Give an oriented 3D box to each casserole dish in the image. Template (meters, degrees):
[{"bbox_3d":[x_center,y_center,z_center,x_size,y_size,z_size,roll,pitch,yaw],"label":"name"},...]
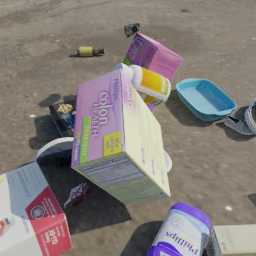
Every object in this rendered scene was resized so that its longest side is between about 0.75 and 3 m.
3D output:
[{"bbox_3d":[3.079,-1.145,11.397,1.726,0.553,2.850,-12,40,-15],"label":"casserole dish"}]

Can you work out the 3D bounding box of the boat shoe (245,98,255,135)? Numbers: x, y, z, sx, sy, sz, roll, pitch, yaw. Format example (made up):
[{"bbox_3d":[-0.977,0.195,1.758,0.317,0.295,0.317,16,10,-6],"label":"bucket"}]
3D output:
[{"bbox_3d":[5.008,-0.618,10.333,0.882,0.816,2.389,49,44,0],"label":"boat shoe"}]

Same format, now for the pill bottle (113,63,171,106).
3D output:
[{"bbox_3d":[0.384,-1.418,9.033,1.827,1.015,1.015,16,29,-31],"label":"pill bottle"}]

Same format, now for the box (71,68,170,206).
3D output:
[{"bbox_3d":[-0.091,0.351,6.877,1.246,2.576,2.266,-18,52,19],"label":"box"}]

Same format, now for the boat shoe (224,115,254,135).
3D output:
[{"bbox_3d":[4.062,-0.129,10.213,1.132,0.403,0.395,30,47,32],"label":"boat shoe"}]

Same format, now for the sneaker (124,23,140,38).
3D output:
[{"bbox_3d":[0.146,-3.717,10.477,0.448,0.426,1.131,-11,31,20],"label":"sneaker"}]

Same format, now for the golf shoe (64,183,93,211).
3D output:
[{"bbox_3d":[-1.439,1.887,7.716,0.462,0.364,1.004,18,32,27],"label":"golf shoe"}]

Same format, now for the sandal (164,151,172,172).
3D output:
[{"bbox_3d":[0.423,0.859,8.807,1.039,0.627,2.552,-19,32,-29],"label":"sandal"}]

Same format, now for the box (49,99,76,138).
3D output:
[{"bbox_3d":[-1.415,-0.397,10.253,2.421,0.606,2.440,-18,36,-19],"label":"box"}]

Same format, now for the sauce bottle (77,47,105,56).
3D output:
[{"bbox_3d":[-2.016,-4.189,15.335,1.518,0.491,0.491,0,38,-3],"label":"sauce bottle"}]

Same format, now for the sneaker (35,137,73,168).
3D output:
[{"bbox_3d":[-1.481,1.041,8.325,2.387,0.908,1.725,-14,39,-16],"label":"sneaker"}]

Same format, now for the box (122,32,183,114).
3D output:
[{"bbox_3d":[0.616,-2.102,10.753,1.164,2.407,2.117,15,25,-29],"label":"box"}]

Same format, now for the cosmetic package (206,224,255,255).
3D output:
[{"bbox_3d":[2.788,2.676,6.204,1.869,0.968,0.683,-2,38,-1],"label":"cosmetic package"}]

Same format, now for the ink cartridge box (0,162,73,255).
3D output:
[{"bbox_3d":[-3.097,2.330,6.405,2.952,1.231,2.142,-21,43,-25],"label":"ink cartridge box"}]

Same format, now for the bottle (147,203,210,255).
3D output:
[{"bbox_3d":[0.957,2.840,6.064,1.067,0.834,2.555,26,44,17],"label":"bottle"}]
